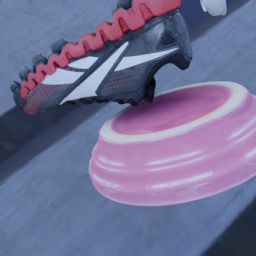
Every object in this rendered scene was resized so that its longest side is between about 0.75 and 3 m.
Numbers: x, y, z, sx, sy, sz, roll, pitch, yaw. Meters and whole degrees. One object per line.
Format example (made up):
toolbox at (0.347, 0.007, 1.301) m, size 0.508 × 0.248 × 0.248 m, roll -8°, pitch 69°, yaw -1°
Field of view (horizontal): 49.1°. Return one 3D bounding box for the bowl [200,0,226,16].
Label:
bowl at (1.855, -2.881, 6.267) m, size 0.388 × 0.864 × 0.864 m, roll -20°, pitch 64°, yaw 10°

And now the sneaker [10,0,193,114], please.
sneaker at (-0.383, -0.791, 4.181) m, size 3.005 × 1.062 × 1.468 m, roll -27°, pitch 105°, yaw 17°

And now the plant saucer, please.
plant saucer at (0.645, 0.000, 3.879) m, size 2.635 × 2.635 × 0.668 m, roll -23°, pitch 108°, yaw -11°
